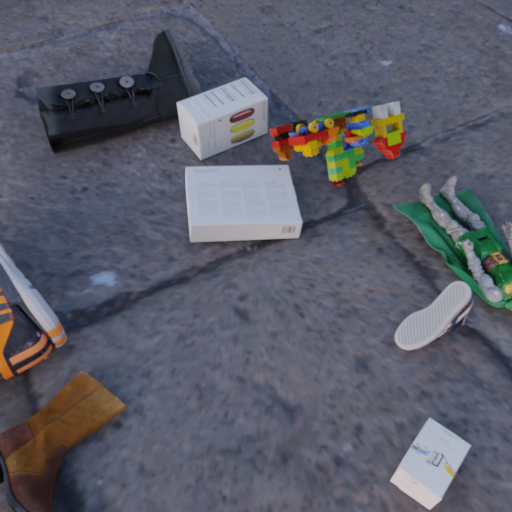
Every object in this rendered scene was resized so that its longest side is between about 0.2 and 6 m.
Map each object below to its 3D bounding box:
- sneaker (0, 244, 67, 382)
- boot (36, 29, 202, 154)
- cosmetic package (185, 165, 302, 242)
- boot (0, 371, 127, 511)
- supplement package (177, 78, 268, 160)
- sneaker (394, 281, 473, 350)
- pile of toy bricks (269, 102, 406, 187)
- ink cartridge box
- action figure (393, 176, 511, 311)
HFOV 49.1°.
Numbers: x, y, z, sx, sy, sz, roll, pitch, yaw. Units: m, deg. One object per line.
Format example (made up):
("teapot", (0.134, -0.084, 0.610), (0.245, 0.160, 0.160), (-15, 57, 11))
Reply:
("sneaker", (-4.965, 0.757, 9.526), (1.942, 1.345, 3.467), (-36, 60, -26))
("boot", (-3.383, -4.059, 13.458), (3.655, 1.200, 3.013), (-18, 53, -8))
("cosmetic package", (-0.298, -1.091, 11.335), (2.191, 0.566, 1.652), (-2, 54, -9))
("boot", (-2.808, 2.953, 8.425), (1.941, 0.706, 2.062), (31, 51, 31))
("supplement package", (-0.736, -3.131, 12.718), (1.806, 1.027, 0.989), (-27, 56, -18))
("sneaker", (3.130, 1.141, 9.683), (1.549, 0.615, 0.608), (-40, 48, 7))
("pile of toy bricks", (1.755, -2.239, 11.894), (3.016, 1.489, 1.673), (-22, 18, -35))
("ink cartridge box", (2.529, 3.035, 8.164), (0.683, 0.695, 0.944), (32, 60, 22))
("action figure", (4.256, -0.119, 10.563), (1.910, 0.884, 3.233), (-17, 58, -17))
